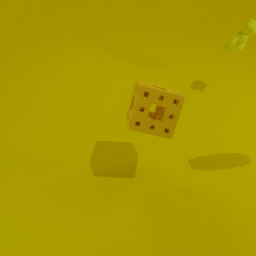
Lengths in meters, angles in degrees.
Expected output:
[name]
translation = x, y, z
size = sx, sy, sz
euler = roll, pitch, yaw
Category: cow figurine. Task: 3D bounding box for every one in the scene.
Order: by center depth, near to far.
[cow figurine]
translation = 3.702, -2.992, 9.096
size = 0.590, 1.075, 1.057
euler = 37, 89, -4

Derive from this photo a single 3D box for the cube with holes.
[cube with holes]
translation = 0.568, -0.446, 6.344
size = 0.976, 0.976, 0.976
euler = 13, 15, -9
